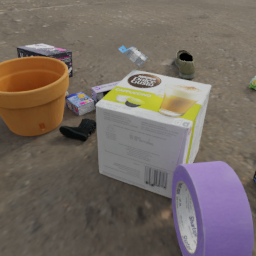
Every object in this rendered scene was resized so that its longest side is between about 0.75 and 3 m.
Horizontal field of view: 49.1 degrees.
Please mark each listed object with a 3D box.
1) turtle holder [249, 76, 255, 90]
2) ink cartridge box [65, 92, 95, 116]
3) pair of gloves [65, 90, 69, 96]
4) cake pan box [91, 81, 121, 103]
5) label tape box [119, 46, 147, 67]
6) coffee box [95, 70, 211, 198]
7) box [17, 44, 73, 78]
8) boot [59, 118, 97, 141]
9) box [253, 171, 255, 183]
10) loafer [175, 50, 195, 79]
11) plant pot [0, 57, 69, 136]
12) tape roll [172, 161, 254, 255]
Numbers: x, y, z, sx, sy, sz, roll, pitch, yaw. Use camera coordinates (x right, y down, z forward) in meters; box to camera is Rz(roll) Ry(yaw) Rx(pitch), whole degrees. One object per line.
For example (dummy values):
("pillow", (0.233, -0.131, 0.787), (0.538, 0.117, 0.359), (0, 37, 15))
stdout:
("turtle holder", (5.702, -2.008, 12.454), (0.753, 0.535, 0.572), (-23, 42, -28))
("ink cartridge box", (-1.963, -1.018, 11.193), (0.790, 0.442, 1.158), (-25, 41, -31))
("pair of gloves", (-3.565, -1.696, 12.208), (1.594, 0.329, 1.874), (-18, 41, -24))
("cake pan box", (-0.225, -1.235, 11.390), (2.166, 0.566, 1.995), (-16, 37, -21))
("label tape box", (0.160, -2.241, 8.418), (0.819, 0.271, 0.587), (40, 27, -7))
("coffee box", (0.740, 0.053, 7.997), (2.424, 2.427, 2.400), (16, 39, 20))
("box", (-3.850, -3.098, 13.059), (2.240, 1.285, 1.480), (23, 33, 32))
("boot", (-1.702, -0.018, 9.826), (1.128, 0.417, 0.924), (16, 41, 10))
("box", (3.865, 1.410, 7.407), (0.501, 0.952, 1.163), (1, 37, 0))
("loafer", (2.948, -3.404, 14.027), (1.005, 0.931, 2.672), (0, 36, 0))
("plant pot", (-3.450, -1.055, 9.903), (2.853, 1.997, 2.853), (0, 36, 0))
("tape roll", (1.621, 1.798, 5.847), (0.919, 2.162, 2.162), (-4, 36, -7))
